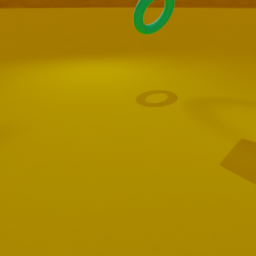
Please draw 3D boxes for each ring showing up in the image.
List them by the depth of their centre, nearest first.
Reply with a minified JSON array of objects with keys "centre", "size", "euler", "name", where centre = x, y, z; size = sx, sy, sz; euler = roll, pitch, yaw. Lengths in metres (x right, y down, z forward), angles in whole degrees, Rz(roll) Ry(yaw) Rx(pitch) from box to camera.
[{"centre":[0.867,-3.837,9.243],"size":[1.634,1.634,0.327],"euler":[-19,57,-34],"name":"ring"}]
